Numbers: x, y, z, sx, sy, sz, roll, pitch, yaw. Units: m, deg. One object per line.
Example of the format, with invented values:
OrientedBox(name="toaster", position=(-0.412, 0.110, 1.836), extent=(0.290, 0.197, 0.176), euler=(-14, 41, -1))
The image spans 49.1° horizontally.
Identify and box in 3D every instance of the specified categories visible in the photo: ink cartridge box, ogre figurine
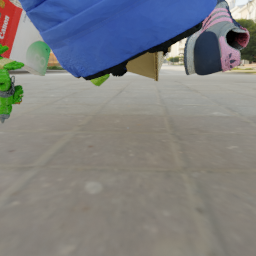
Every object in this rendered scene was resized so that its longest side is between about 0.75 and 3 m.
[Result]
OrientedBox(name="ink cartridge box", position=(-3.227, -2.815, 8.619), extent=(0.539, 1.733, 2.154), euler=(6, -11, 24))
OrientedBox(name="ogre figurine", position=(-1.245, -0.449, 2.669), extent=(0.923, 0.554, 0.453), euler=(34, 35, 29))

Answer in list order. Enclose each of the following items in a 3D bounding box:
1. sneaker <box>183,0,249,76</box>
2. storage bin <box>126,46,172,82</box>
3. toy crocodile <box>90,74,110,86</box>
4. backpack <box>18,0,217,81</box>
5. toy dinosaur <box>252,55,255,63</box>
OrientedBox(name="sneaker", position=(1.954, -1.899, 5.711), extent=(1.050, 0.898, 2.561), euler=(5, 49, 29))
OrientedBox(name="storage bin", position=(-0.213, -2.870, 8.239), extent=(2.826, 1.324, 2.805), euler=(19, -14, 11))
OrientedBox(name="toy crocodile", position=(-0.848, -1.777, 5.987), extent=(0.645, 1.911, 0.590), euler=(-22, -10, 32))
OrientedBox(name="backpack", position=(-0.266, -2.110, 3.688), extent=(2.336, 2.412, 2.875), euler=(-24, 33, 25))
OrientedBox(name="toy dinosaur", position=(3.873, -2.338, 7.451), extent=(0.851, 1.983, 1.344), euler=(-11, 11, -5))
